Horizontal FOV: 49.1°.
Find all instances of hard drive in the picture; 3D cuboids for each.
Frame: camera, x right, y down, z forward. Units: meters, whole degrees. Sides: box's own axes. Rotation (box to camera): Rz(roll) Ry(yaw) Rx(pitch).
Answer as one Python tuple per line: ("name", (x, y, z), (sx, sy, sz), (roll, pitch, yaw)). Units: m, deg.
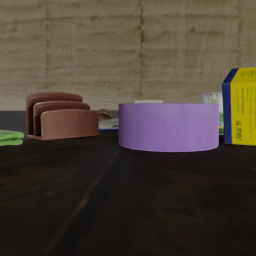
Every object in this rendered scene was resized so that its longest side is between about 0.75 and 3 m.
("hard drive", (-0.025, -0.206, 11.076), (1.628, 0.313, 2.468), (-1, 5, 20))

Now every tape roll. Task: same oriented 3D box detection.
("tape roll", (0.934, -0.099, 6.622), (2.329, 0.990, 2.329), (1, 5, 0))

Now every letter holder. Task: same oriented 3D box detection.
("letter holder", (-1.849, -0.392, 8.081), (1.863, 1.324, 0.937), (-4, 6, -43))

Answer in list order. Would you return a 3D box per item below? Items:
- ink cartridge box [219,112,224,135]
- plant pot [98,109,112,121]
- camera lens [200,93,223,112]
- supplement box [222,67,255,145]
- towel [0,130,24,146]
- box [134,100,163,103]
("ink cartridge box", (3.270, -0.232, 10.300), (2.153, 0.710, 2.959), (-1, 3, -21))
("plant pot", (-1.261, -0.706, 14.659), (0.931, 0.430, 0.931), (6, -30, 3))
("camera lens", (5.309, -1.224, 16.138), (2.039, 1.631, 1.631), (0, 5, 5))
("supplement box", (3.683, -0.533, 6.308), (2.780, 1.513, 1.522), (3, 25, 28))
("towel", (-4.064, 0.294, 6.150), (2.796, 0.429, 2.086), (4, 8, 22))
("box", (1.114, -0.925, 15.388), (1.487, 1.165, 2.391), (0, 5, 4))
